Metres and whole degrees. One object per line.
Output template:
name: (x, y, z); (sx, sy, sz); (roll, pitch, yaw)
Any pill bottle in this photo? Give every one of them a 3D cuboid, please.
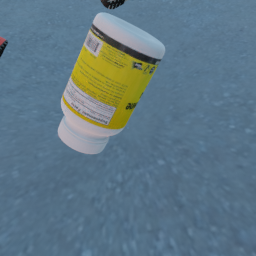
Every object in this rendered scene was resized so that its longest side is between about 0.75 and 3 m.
pill bottle: (-0.243, -0.420, 2.997); (0.767, 1.364, 0.767); (24, 24, -12)

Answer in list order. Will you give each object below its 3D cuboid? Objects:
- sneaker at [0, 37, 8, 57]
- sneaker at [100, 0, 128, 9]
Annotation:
sneaker: (-2.918, -1.004, 3.994); (1.363, 1.027, 2.916); (34, 27, -17)
sneaker: (-0.223, -3.925, 7.978); (1.656, 0.610, 0.662); (-37, 90, -33)
